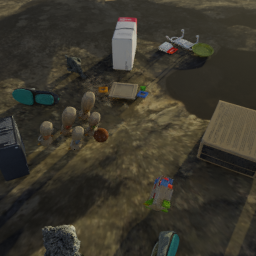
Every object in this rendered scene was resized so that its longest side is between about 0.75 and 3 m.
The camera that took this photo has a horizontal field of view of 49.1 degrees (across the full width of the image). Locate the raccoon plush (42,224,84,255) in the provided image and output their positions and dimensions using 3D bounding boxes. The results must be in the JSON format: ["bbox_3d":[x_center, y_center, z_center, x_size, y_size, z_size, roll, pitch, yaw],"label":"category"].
[{"bbox_3d":[-1.608,3.469,6.567,1.144,1.584,2.364,-3,44,-3],"label":"raccoon plush"}]

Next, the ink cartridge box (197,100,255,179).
[{"bbox_3d":[3.968,0.315,10.273,2.140,0.976,2.597,21,47,19],"label":"ink cartridge box"}]

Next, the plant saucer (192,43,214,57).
[{"bbox_3d":[4.140,-4.303,15.567,1.201,0.187,1.201,2,50,-3],"label":"plant saucer"}]

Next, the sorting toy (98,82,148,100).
[{"bbox_3d":[-0.212,-1.644,12.815,2.299,0.313,1.294,7,40,6],"label":"sorting toy"}]

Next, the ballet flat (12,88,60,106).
[{"bbox_3d":[-3.963,-1.349,12.274,2.201,0.804,0.804,8,44,17],"label":"ballet flat"}]

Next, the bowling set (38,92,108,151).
[{"bbox_3d":[-1.756,0.185,10.378,1.959,1.511,2.814,42,54,13],"label":"bowling set"}]

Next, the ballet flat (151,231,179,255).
[{"bbox_3d":[0.840,3.578,7.284,0.611,0.647,1.919,-8,36,33],"label":"ballet flat"}]

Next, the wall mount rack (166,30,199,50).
[{"bbox_3d":[3.081,-4.990,15.978,1.640,0.704,1.888,-34,53,-30],"label":"wall mount rack"}]

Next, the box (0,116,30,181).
[{"bbox_3d":[-4.000,0.689,9.445,0.827,1.589,1.447,-17,46,-17],"label":"box"}]

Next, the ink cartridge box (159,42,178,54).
[{"bbox_3d":[2.300,-4.545,15.876,0.887,0.210,0.710,28,50,28],"label":"ink cartridge box"}]

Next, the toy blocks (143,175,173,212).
[{"bbox_3d":[0.975,1.850,8.162,0.718,1.436,0.982,22,68,-1],"label":"toy blocks"}]

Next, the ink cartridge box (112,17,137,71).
[{"bbox_3d":[-0.151,-4.396,14.590,1.025,1.759,2.430,4,45,4],"label":"ink cartridge box"}]

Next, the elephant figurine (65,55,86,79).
[{"bbox_3d":[-2.591,-3.012,13.805,0.900,0.821,1.161,-5,38,-15],"label":"elephant figurine"}]
